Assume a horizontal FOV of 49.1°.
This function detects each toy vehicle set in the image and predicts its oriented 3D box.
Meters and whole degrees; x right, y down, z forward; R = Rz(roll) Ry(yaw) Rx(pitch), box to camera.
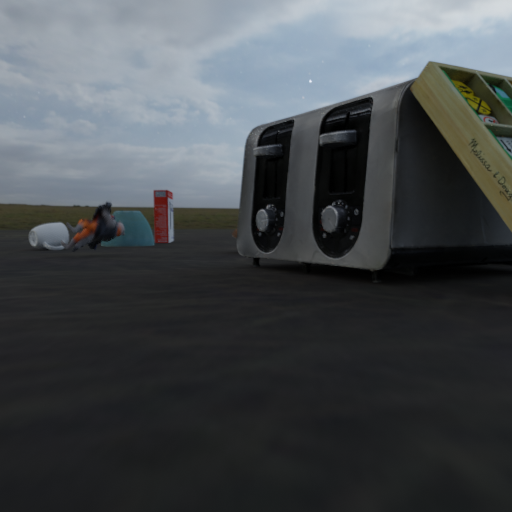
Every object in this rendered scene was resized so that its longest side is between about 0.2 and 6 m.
[{"bbox_3d":[2.683,-0.761,5.192,1.605,2.583,0.342,-3,-35,-30],"label":"toy vehicle set"}]

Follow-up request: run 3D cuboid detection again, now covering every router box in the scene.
[{"bbox_3d":[-2.948,-1.251,17.906,0.446,1.640,1.828,-1,4,-4],"label":"router box"}]

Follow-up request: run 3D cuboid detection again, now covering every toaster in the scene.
[{"bbox_3d":[1.964,-0.894,7.643,3.655,2.169,3.305,-2,5,-29],"label":"toaster"}]

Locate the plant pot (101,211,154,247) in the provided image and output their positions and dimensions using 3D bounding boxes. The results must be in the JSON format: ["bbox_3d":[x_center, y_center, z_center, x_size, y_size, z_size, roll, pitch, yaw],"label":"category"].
[{"bbox_3d":[-3.533,-0.756,15.426,1.426,0.960,1.426,0,3,0],"label":"plant pot"}]

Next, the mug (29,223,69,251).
[{"bbox_3d":[-4.768,-0.382,12.946,0.835,0.616,0.732,38,28,28],"label":"mug"}]

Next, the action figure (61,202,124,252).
[{"bbox_3d":[-3.006,-0.356,10.474,1.168,1.207,0.631,-17,57,-36],"label":"action figure"}]

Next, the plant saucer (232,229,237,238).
[{"bbox_3d":[0.302,-0.514,11.792,1.608,0.294,1.608,4,11,-1],"label":"plant saucer"}]
